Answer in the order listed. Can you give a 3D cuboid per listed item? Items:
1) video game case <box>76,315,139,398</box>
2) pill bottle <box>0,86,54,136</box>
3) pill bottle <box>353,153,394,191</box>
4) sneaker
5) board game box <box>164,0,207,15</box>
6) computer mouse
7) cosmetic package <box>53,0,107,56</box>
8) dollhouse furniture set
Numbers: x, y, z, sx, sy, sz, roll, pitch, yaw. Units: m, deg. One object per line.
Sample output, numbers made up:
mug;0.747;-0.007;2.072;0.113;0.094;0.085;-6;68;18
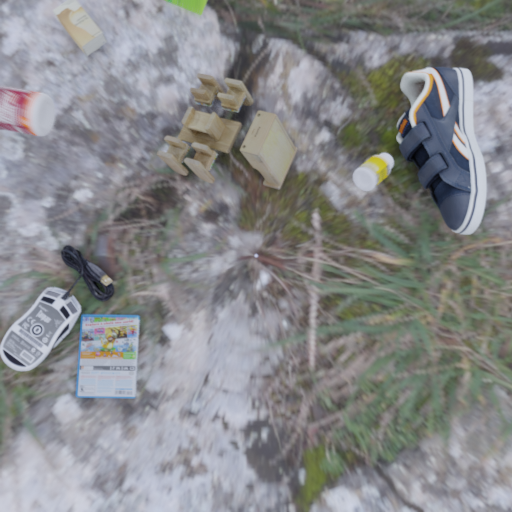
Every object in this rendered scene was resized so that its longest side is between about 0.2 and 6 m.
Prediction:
video game case;-2.102;1.422;7.960;0.827;0.103;1.155;1;80;1
pill bottle;-3.123;-1.852;7.078;0.982;0.538;0.538;10;80;5
pill bottle;1.626;-1.171;7.676;0.347;0.347;0.624;44;53;7
sneaker;2.569;-1.526;8.036;1.025;1.012;2.581;3;69;-5
board game box;-1.309;-3.570;6.605;1.707;0.815;0.256;13;42;-22
computer mouse;-2.874;0.809;7.943;0.990;0.396;1.805;37;76;1
cosmetic package;-2.751;-3.583;8.752;0.422;0.285;0.802;-39;82;-6
dollhouse furniture set;-0.354;-1.690;8.262;1.589;1.056;1.393;20;80;26
